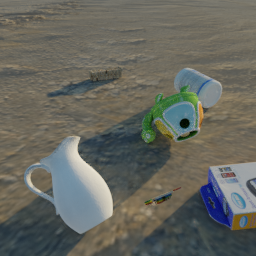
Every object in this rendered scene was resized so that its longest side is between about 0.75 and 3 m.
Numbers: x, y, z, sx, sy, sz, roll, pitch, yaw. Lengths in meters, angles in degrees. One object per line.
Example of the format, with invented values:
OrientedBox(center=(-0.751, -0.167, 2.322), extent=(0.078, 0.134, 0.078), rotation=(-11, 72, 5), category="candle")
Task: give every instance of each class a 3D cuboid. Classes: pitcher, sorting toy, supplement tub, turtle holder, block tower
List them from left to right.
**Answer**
OrientedBox(center=(-1.195, 1.236, 5.556), extent=(1.462, 1.704, 1.033), rotation=(-33, -11, 11), category="pitcher")
OrientedBox(center=(-0.929, -2.332, 12.037), extent=(1.423, 0.411, 0.384), rotation=(-12, 32, -14), category="block tower")
OrientedBox(center=(0.703, 1.432, 5.705), extent=(0.897, 0.432, 0.152), rotation=(-16, 75, -23), category="sorting toy")
OrientedBox(center=(1.280, -0.280, 7.927), extent=(1.775, 1.348, 1.260), rotation=(-11, 66, -18), category="turtle holder")
OrientedBox(center=(2.502, -1.463, 10.100), extent=(1.014, 1.014, 1.536), rotation=(-17, 38, -25), category="supplement tub")

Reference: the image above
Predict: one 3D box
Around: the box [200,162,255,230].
OrientedBox(center=(2.893, 1.352, 6.010), extent=(2.515, 0.522, 1.497), rotation=(-4, 30, -3), category="box")
